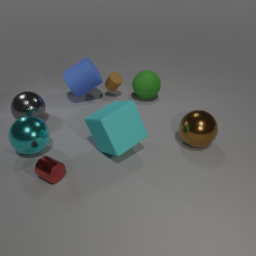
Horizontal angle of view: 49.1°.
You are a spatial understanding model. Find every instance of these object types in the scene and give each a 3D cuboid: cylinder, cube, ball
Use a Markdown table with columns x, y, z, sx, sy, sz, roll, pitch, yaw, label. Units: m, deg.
| x | y | z | sx | sy | sz | roll | pitch | yaw | label |
| --- | --- | --- | --- | --- | --- | --- | --- | --- | --- |
| -0.709 | -2.296 | 13.893 | 0.700 | 0.700 | 0.700 | 13 | 57 | -22 | cylinder |
| -2.480 | 1.319 | 8.948 | 0.700 | 0.700 | 0.700 | 20 | 37 | 28 | cylinder |
| -0.424 | -0.028 | 9.847 | 1.400 | 1.400 | 1.400 | -33 | 19 | -26 | cube |
| -3.508 | 0.254 | 9.985 | 1.400 | 1.400 | 1.400 | 0 | 32 | 0 | ball |
| -4.191 | -0.847 | 11.795 | 1.400 | 1.400 | 1.400 | 0 | 32 | 0 | ball |
| -2.146 | -2.423 | 13.410 | 1.400 | 1.400 | 1.400 | -30 | 32 | 8 | cylinder |
| 2.601 | 0.027 | 10.366 | 1.400 | 1.400 | 1.400 | 0 | 32 | 0 | ball |
| 0.914 | -2.136 | 13.776 | 1.400 | 1.400 | 1.400 | 0 | 32 | 0 | ball |
